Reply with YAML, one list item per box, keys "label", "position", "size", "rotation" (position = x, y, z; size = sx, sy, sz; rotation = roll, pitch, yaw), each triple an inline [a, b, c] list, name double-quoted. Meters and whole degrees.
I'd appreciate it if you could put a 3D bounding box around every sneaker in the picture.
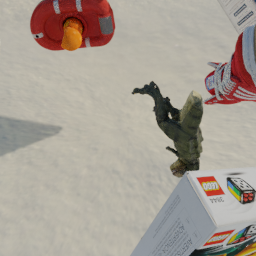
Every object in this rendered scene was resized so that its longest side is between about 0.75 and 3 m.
- label: "sneaker"
  position: [1.801, -0.921, 4.819]
  size: [1.443, 2.566, 0.914]
  rotation: [6, 84, 34]

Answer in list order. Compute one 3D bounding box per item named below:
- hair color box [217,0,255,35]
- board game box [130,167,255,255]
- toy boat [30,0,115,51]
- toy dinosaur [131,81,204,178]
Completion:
- label: "hair color box"
  position: [2.727, -2.957, 6.373]
  size: [0.669, 1.106, 2.212]
  rotation: [-33, 91, -5]
- label: "board game box"
  position: [1.535, 1.155, 3.110]
  size: [2.950, 1.863, 0.511]
  rotation: [0, 43, -25]
- label: "toy boat"
  position: [-1.279, -2.235, 6.388]
  size: [1.924, 1.255, 1.257]
  rotation: [-4, 49, 6]
- label: "toy dinosaur"
  position: [0.741, -0.114, 4.421]
  size: [0.694, 2.923, 1.288]
  rotation: [-34, 63, -7]
